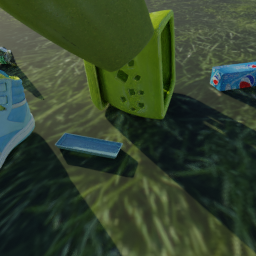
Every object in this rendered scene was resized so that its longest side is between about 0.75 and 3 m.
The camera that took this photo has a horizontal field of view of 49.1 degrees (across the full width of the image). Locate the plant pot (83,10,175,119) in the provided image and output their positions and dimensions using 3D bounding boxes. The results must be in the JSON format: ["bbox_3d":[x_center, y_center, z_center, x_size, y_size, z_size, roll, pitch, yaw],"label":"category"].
[{"bbox_3d":[0.101,-1.848,8.001,2.205,2.430,2.418,2,33,17],"label":"plant pot"}]

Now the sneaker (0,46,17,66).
[{"bbox_3d":[-4.880,-2.676,10.902,0.730,0.634,1.648,-34,39,-24],"label":"sneaker"}]

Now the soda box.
[{"bbox_3d":[3.772,-1.741,9.337,1.924,0.617,0.653,-10,35,-14],"label":"soda box"}]

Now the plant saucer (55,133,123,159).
[{"bbox_3d":[-0.902,0.418,6.515,1.498,0.142,0.524,9,35,14],"label":"plant saucer"}]

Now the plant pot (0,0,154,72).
[{"bbox_3d":[-0.768,-2.194,4.696,2.299,2.457,2.299,-36,26,21],"label":"plant pot"}]

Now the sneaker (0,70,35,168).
[{"bbox_3d":[-3.081,-0.154,5.785,1.150,1.887,2.891,7,35,8],"label":"sneaker"}]
